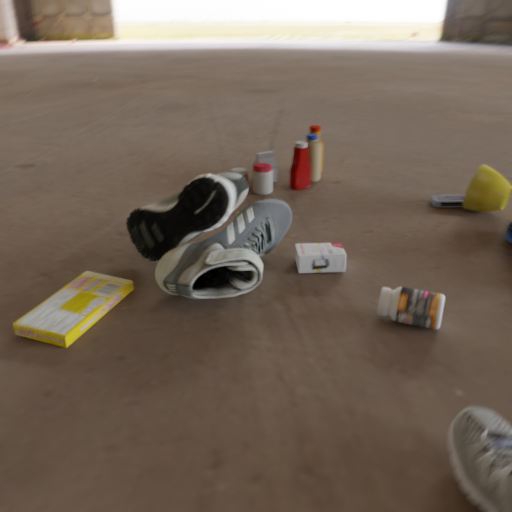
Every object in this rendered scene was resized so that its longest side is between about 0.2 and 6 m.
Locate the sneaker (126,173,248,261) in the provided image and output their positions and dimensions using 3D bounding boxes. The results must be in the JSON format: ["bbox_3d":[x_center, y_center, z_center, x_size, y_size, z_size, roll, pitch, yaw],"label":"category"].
[{"bbox_3d":[-1.217,-0.676,9.780,2.708,1.001,1.073,-21,7,36],"label":"sneaker"}]

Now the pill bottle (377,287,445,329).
[{"bbox_3d":[2.333,0.766,8.450,0.921,0.536,0.536,10,27,18],"label":"pill bottle"}]

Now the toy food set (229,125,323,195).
[{"bbox_3d":[0.690,-2.454,14.254,2.849,1.282,1.360,-13,29,-25],"label":"toy food set"}]

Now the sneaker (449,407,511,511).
[{"bbox_3d":[2.584,2.122,5.160,0.866,0.950,2.316,-4,26,-9],"label":"sneaker"}]

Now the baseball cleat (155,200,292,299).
[{"bbox_3d":[-0.158,-0.034,9.558,3.103,1.082,1.651,-34,34,-33],"label":"baseball cleat"}]

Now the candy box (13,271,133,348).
[{"bbox_3d":[-2.793,0.780,8.760,0.924,0.239,1.807,9,27,18],"label":"candy box"}]

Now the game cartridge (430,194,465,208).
[{"bbox_3d":[4.542,-1.290,13.076,0.879,0.180,0.585,0,26,9],"label":"game cartridge"}]

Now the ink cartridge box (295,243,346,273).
[{"bbox_3d":[1.158,0.031,10.152,0.853,0.365,0.629,-3,23,0],"label":"ink cartridge box"}]

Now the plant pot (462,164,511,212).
[{"bbox_3d":[5.207,-1.403,12.482,0.762,1.074,1.074,29,37,28],"label":"plant pot"}]

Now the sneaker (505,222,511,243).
[{"bbox_3d":[5.222,-0.450,10.682,0.650,0.722,1.854,13,27,10],"label":"sneaker"}]
